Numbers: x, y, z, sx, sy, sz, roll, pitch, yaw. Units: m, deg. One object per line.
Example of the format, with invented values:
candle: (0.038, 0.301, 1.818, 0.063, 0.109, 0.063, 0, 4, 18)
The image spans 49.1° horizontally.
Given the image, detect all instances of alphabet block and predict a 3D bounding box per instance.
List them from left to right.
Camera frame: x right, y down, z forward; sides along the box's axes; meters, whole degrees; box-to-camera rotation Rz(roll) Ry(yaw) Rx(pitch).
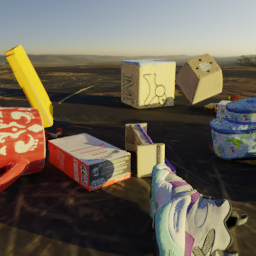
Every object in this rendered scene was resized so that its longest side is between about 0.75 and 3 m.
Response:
alphabet block: (1.001, -2.364, 14.654, 2.210, 2.262, 2.221, -6, 17, -22)

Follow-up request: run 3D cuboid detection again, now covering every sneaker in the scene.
sneaker: (1.149, 1.332, 4.618, 1.540, 0.856, 2.202, 2, 25, 1)

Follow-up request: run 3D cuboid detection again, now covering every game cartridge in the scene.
game cartridge: (-3.258, -1.454, 9.436, 0.414, 2.549, 2.247, -25, 24, -5)

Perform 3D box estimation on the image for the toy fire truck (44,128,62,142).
toy fire truck: (-2.593, 0.234, 9.316, 0.658, 0.227, 0.933, -1, 16, -2)

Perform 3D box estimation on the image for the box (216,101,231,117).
box: (4.266, -0.843, 12.399, 0.458, 0.584, 0.939, 9, 18, 29)

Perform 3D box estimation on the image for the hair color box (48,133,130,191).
hair color box: (-0.998, 0.737, 6.827, 1.132, 0.653, 2.042, -11, 18, -36)

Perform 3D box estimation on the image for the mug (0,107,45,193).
mug: (-3.338, 0.659, 5.992, 2.861, 2.540, 1.909, -4, -20, -29)

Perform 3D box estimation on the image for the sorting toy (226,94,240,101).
sorting toy: (5.041, -1.162, 13.278, 0.508, 0.744, 1.239, 2, -2, 4)

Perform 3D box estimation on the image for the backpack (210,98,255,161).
backpack: (3.310, -0.026, 7.654, 2.038, 1.498, 1.865, -11, 12, 12)

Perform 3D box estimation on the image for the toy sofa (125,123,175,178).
toy sofa: (0.533, 0.497, 7.342, 0.968, 0.821, 1.983, -3, 16, -8)

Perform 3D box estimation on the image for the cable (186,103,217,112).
cable: (3.682, -1.068, 13.473, 1.698, 0.427, 0.825, 15, 18, 41)

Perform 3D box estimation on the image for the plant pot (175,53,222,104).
plant pot: (2.652, -1.909, 10.215, 1.325, 1.174, 1.327, -23, 63, -9)
